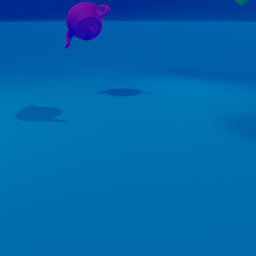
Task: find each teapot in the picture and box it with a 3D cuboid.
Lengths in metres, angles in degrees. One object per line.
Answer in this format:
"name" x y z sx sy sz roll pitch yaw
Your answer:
"teapot" -1.414 -3.367 9.181 1.966 1.223 0.963 -34 60 12

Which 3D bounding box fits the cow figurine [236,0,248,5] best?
"cow figurine" 3.134 -3.897 6.952 1.587 1.562 0.871 34 30 3
